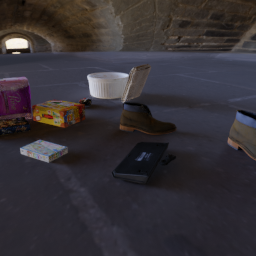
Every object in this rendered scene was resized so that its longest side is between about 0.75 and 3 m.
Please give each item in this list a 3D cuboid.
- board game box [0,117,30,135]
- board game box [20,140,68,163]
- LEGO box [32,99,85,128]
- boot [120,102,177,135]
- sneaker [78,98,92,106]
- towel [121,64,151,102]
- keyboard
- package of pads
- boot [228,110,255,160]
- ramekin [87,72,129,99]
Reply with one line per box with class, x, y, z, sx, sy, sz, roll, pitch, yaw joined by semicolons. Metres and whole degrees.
board game box;-4.700;-0.051;10.712;1.639;0.284;1.110;-11;22;-28
board game box;-2.612;0.698;8.718;1.211;0.207;0.814;11;23;29
LEGO box;-2.900;-0.647;11.790;1.778;0.686;1.324;11;22;29
boot;0.747;-0.377;10.479;2.178;1.056;0.814;3;20;9
sneaker;-2.128;-1.263;14.011;0.510;0.369;1.044;3;18;15
towel;0.444;-2.332;14.612;0.361;2.097;1.389;42;44;24
keyboard;0.613;0.931;7.984;1.414;0.302;2.355;1;19;21
package of pads;-5.435;-1.044;11.304;2.919;1.759;1.104;-11;22;-26
boot;4.029;0.286;8.406;0.915;1.187;2.449;-11;22;-27
ramekin;-1.125;-2.499;16.312;2.392;1.166;2.392;-1;20;0
